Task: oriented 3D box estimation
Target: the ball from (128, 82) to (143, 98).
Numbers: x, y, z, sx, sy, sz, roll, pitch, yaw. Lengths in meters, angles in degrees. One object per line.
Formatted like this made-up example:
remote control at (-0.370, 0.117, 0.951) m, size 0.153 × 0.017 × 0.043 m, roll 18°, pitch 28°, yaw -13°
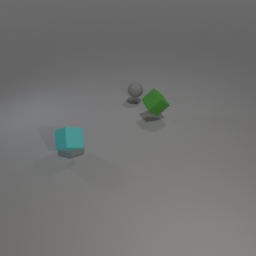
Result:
ball at (0.339, -1.732, 12.728) m, size 0.700 × 0.700 × 0.700 m, roll 0°, pitch 33°, yaw 0°

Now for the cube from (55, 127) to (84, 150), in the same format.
cube at (-1.991, 0.374, 9.509) m, size 0.700 × 0.700 × 0.700 m, roll 3°, pitch -12°, yaw -45°

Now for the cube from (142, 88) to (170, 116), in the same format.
cube at (1.118, -1.041, 11.368) m, size 0.700 × 0.700 × 0.700 m, roll 26°, pitch 29°, yaw -49°
